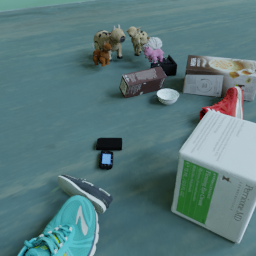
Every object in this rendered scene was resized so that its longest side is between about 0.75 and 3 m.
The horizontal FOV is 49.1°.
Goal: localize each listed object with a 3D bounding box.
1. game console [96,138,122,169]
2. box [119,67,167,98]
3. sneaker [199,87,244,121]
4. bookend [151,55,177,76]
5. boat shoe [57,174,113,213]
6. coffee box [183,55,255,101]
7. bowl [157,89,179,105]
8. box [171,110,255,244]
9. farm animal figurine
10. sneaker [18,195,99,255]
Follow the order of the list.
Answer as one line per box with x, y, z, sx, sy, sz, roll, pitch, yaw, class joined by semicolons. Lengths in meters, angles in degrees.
-0.514;0.666;7.524;0.716;0.146;1.213;0;37;0;game console
0.524;-1.627;10.020;1.537;0.770;0.576;-18;65;-20;box
2.932;-0.733;8.880;1.228;0.833;2.125;9;36;10;sneaker
1.366;-2.593;11.664;1.069;0.496;1.076;-6;36;-8;bookend
-0.971;1.394;6.274;1.368;0.517;0.413;30;46;18;boat shoe
3.340;-1.871;10.261;2.465;0.982;1.409;8;37;10;coffee box
1.366;-1.032;9.668;0.759;0.341;0.759;0;37;0;bowl
1.973;0.930;5.792;1.522;1.768;1.777;20;41;25;box
-0.037;-3.702;11.985;2.996;1.506;2.419;-5;27;0;farm animal figurine
-1.263;2.158;4.709;1.047;1.076;2.702;11;37;14;sneaker
